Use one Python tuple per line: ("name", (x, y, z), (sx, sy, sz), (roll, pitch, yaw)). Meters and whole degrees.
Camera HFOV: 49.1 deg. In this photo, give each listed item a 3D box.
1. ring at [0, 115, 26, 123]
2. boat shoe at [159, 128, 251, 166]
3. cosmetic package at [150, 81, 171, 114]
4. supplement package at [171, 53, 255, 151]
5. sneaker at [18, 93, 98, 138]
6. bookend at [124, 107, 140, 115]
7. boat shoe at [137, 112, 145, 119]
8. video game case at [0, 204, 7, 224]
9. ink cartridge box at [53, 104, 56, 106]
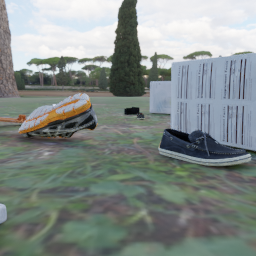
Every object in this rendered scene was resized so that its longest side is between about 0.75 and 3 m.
("ring", (-3.429, -0.306, 9.033), (2.818, 0.270, 2.818), (6, 1, 0))
("boat shoe", (1.292, 0.320, 5.025), (1.743, 0.543, 0.650), (9, 10, 44))
("cosmetic package", (2.111, -1.611, 14.830), (1.687, 1.682, 1.037), (4, 8, 29))
("supplement package", (2.898, -0.695, 6.974), (2.590, 1.992, 2.709), (-5, 9, -33))
("sneaker", (-1.835, -0.096, 7.202), (2.338, 0.903, 0.915), (-13, 39, 25))
("bookend", (0.092, -0.908, 14.659), (0.767, 0.355, 0.772), (-4, 8, -25))
("boat shoe", (0.549, -0.535, 12.331), (0.307, 0.263, 0.840), (0, 9, -7))
("video game case", (-2.256, 0.857, 2.371), (1.719, 0.190, 1.565), (3, 9, 28))
("ink cartridge box", (-3.168, -1.092, 15.698), (2.064, 0.449, 1.791), (-2, 7, -16))
